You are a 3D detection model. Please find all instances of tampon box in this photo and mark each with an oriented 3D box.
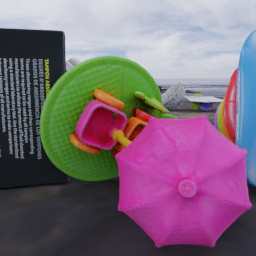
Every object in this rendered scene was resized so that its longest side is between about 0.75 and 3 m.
[{"bbox_3d":[-2.099,-0.279,3.485,2.601,1.642,1.949,-2,8,-16],"label":"tampon box"}]

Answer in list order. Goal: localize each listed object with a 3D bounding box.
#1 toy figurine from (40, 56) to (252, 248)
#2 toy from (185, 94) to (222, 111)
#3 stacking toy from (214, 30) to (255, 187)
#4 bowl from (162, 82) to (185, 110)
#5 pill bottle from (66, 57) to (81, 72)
[{"bbox_3d":[0.314,0.298,2.401,1.824,1.370,1.679,24,8,-34],"label":"toy figurine"},{"bbox_3d":[3.635,-1.190,13.671,1.654,0.678,2.872,1,14,4],"label":"toy"},{"bbox_3d":[1.855,-0.118,3.970,1.587,1.678,2.891,3,-3,2],"label":"stacking toy"},{"bbox_3d":[2.298,-1.427,14.005,1.718,0.806,1.718,-43,12,12],"label":"bowl"},{"bbox_3d":[-2.062,-1.112,8.455,2.010,1.163,1.163,-40,18,-10],"label":"pill bottle"}]
